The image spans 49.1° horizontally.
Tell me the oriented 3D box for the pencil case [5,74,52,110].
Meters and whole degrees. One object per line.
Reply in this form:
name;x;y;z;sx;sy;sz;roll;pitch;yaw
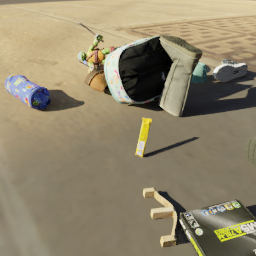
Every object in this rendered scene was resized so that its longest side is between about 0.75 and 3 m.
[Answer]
pencil case;-3.719;-1.382;10.383;2.126;0.830;0.923;27;70;37

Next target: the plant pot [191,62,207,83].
plant pot;3.075;-2.496;12.395;0.911;0.731;0.911;0;30;0

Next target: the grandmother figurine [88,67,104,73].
grandmother figurine;-1.129;-2.630;12.958;1.310;0.397;0.795;-20;59;-27

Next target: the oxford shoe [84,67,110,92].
oxford shoe;-0.658;-2.142;11.874;1.020;1.021;2.861;39;39;6

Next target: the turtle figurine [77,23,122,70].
turtle figurine;-1.260;-3.431;13.137;2.243;2.313;1.665;1;64;-6

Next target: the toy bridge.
toy bridge;0.719;1.751;5.778;0.492;0.199;1.465;-3;31;-11

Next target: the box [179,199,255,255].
box;1.856;2.013;5.212;1.382;0.328;1.335;-9;29;-14

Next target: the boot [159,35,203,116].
boot;1.521;-1.821;9.594;0.820;2.260;2.055;-9;40;-24

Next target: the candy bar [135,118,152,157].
candy bar;0.415;0.252;7.603;0.271;1.086;0.120;12;-5;0

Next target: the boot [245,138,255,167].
boot;4.251;0.743;7.082;2.325;0.787;1.519;27;34;25

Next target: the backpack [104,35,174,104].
backpack;0.383;-2.018;10.195;2.525;2.241;1.901;-30;19;-33

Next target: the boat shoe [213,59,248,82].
boat shoe;4.342;-2.621;12.645;2.198;0.778;0.998;-13;32;-34
